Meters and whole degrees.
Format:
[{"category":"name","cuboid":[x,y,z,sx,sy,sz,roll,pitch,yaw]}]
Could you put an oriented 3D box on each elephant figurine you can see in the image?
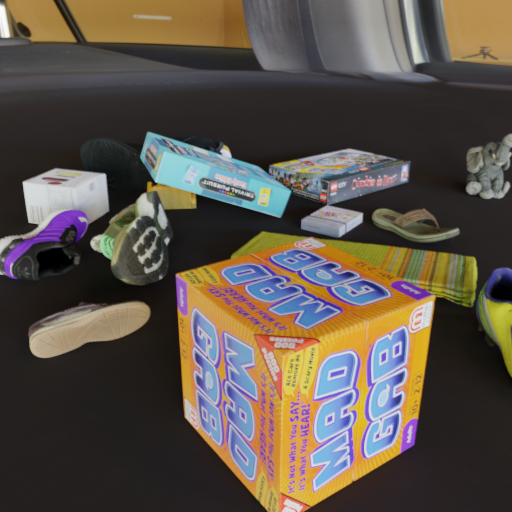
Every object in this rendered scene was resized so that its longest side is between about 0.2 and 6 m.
[{"category":"elephant figurine","cuboid":[5.991,-2.397,14.264,1.320,1.701,1.204,21,31,39]}]

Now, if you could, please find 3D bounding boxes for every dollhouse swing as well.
[{"category":"dollhouse swing","cuboid":[-2.015,-1.627,13.217,1.135,0.998,1.031,-2,55,-4]}]

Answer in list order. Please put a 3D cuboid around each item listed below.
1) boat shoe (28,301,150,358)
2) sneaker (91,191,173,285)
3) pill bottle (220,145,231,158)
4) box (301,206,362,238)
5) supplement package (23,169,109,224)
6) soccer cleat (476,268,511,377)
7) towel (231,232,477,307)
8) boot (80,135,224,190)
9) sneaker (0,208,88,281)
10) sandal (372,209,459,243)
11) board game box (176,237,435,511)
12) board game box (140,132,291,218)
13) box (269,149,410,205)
[{"category":"boat shoe","cuboid":[-2.366,0.914,7.936,1.683,0.605,0.545,-18,42,-24]},{"category":"sneaker","cuboid":[-2.396,-0.184,10.333,1.366,1.185,3.083,-20,20,6]},{"category":"pill bottle","cuboid":[-1.056,-3.093,17.376,0.529,0.529,0.942,-3,24,-6]},{"category":"box","cuboid":[1.680,-0.767,12.340,0.922,0.244,1.183,16,27,31]},{"category":"supplement package","cuboid":[-4.266,-1.316,12.672,1.321,0.971,1.263,7,24,13]},{"category":"soccer cleat","cuboid":[3.562,1.004,7.133,0.843,1.091,2.608,-2,23,-4]},{"category":"towel","cuboid":[1.772,0.146,10.173,4.191,0.378,1.803,8,19,20]},{"category":"boot","cuboid":[-2.736,-2.786,15.744,3.424,1.267,2.806,13,28,12]},{"category":"sneaker","cuboid":[-3.636,-0.135,10.331,1.151,0.804,2.313,15,30,16]},{"category":"sandal","cuboid":[3.280,-0.741,11.833,0.813,0.584,2.046,-18,29,-36]},{"category":"board game box","cuboid":[0.442,1.110,5.901,1.858,1.858,1.859,-15,28,-31]},{"category":"board game box","cuboid":[-1.016,-1.915,13.126,3.036,0.712,2.292,14,17,-24]},{"category":"box","cuboid":[2.277,-2.224,15.230,3.245,0.612,2.216,-18,29,-36]}]
